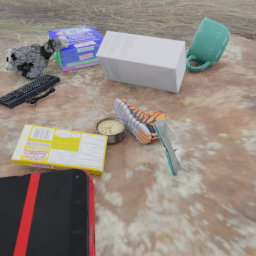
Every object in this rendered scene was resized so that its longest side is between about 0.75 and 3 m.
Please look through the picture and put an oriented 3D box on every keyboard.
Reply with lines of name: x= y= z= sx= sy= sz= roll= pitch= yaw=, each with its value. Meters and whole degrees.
keyboard: x=-3.361 y=-1.339 z=10.008 sx=1.446 sy=0.234 sz=2.276 roll=22 pitch=45 yaw=30

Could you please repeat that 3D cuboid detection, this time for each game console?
game console: x=-1.919 y=1.990 z=5.632 sx=2.499 sy=0.439 sz=2.826 roll=-8 pitch=37 yaw=-2

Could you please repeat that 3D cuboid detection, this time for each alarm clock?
alarm clock: x=-0.602 y=0.130 z=8.004 sx=1.249 sy=0.416 sz=0.843 roll=-20 pitch=42 yaw=-28

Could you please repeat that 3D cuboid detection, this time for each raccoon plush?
raccoon plush: x=-3.720 y=-2.970 z=11.318 sx=2.594 sy=1.255 sz=1.738 roll=-25 pitch=40 yaw=-16

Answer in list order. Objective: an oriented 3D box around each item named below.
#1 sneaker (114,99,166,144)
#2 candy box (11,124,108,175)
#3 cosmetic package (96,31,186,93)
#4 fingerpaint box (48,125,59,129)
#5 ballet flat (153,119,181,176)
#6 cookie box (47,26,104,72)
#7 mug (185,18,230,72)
sneaker: x=0.422 y=-0.302 z=8.442 sx=1.070 sy=0.741 sz=1.910 roll=-20 pitch=52 yaw=-30
candy box: x=-1.666 y=0.542 z=7.137 sx=2.192 sy=0.290 sz=1.121 roll=9 pitch=52 yaw=-4
cosmetic package: x=0.522 y=-2.365 z=10.105 sx=2.904 sy=1.562 sz=1.232 roll=13 pitch=69 yaw=17
fingerpaint box: x=-2.130 y=0.379 z=7.738 sx=0.761 sy=0.335 sz=0.913 roll=-25 pitch=44 yaw=-28
ballet flat: x=1.057 y=0.456 z=6.822 sx=0.457 sy=1.434 sz=0.483 roll=-22 pitch=-2 yaw=3
cookie box: x=-2.240 y=-3.628 z=12.493 sx=2.184 sy=0.960 sz=2.553 roll=-16 pitch=40 yaw=-20
mug: x=3.327 y=-3.321 z=11.684 sx=1.306 sy=2.111 sz=1.735 roll=27 pitch=23 yaw=9
